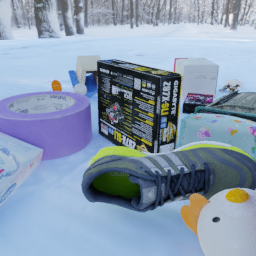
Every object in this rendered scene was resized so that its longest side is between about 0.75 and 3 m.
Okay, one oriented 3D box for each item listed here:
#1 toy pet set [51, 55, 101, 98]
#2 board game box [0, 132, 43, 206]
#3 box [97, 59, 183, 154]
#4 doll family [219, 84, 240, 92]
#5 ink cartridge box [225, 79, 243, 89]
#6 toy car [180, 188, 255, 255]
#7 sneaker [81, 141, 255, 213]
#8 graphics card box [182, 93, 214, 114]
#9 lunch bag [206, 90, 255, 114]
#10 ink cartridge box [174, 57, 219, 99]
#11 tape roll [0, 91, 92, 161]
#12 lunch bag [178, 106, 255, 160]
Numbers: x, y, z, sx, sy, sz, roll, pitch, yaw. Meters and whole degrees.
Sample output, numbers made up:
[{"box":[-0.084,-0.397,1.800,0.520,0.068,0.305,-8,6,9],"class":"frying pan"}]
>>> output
[{"box":[-1.564,-1.423,11.054,2.983,1.584,2.785,-8,55,-21],"class":"toy pet set"},{"box":[-3.210,0.675,5.564,2.217,0.481,2.206,22,25,1],"class":"board game box"},{"box":[0.121,-0.483,7.091,0.676,2.186,2.738,-14,25,-31],"class":"box"},{"box":[4.656,-1.832,12.892,0.972,0.382,0.562,13,30,37],"class":"doll family"},{"box":[5.187,-2.133,13.669,0.573,0.329,0.790,-1,22,-1],"class":"ink cartridge box"},{"box":[1.701,1.177,3.455,2.420,2.140,2.230,0,29,33],"class":"toy car"},{"box":[0.606,0.896,4.535,2.960,1.094,1.198,-6,12,13],"class":"sneaker"},{"box":[2.661,-0.930,10.570,1.024,0.415,1.632,8,24,17],"class":"graphics card box"},{"box":[3.306,-0.495,8.538,1.983,1.166,1.626,12,25,41],"class":"lunch bag"},{"box":[2.924,-2.244,12.399,1.477,1.470,2.032,-1,22,-2],"class":"ink cartridge box"},{"box":[-2.319,-0.179,7.771,2.619,1.113,2.619,0,23,0],"class":"tape roll"},{"box":[2.255,0.196,6.707,1.738,1.244,2.040,10,15,24],"class":"lunch bag"}]
